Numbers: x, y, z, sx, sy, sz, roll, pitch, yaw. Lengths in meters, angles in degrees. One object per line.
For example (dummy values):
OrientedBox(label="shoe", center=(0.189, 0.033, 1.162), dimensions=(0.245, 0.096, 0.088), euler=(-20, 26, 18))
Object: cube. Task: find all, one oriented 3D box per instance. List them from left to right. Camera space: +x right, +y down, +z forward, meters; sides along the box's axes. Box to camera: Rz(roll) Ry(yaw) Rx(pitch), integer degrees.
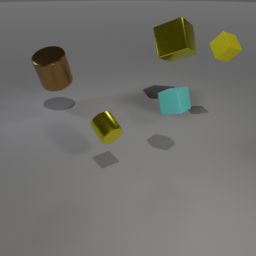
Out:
OrientedBox(label="cube", center=(1.436, -0.838, 8.645), dimensions=(0.700, 0.700, 0.700), euler=(0, 17, 39))
OrientedBox(label="cube", center=(2.136, -3.889, 12.527), dimensions=(1.400, 1.400, 1.400), euler=(-10, -2, 31))
OrientedBox(label="cube", center=(3.551, -2.949, 10.199), dimensions=(0.700, 0.700, 0.700), euler=(2, 63, -33))

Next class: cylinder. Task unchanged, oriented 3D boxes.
OrientedBox(label="cylinder", center=(-3.215, -2.531, 12.007), dimensions=(1.400, 1.400, 1.400), euler=(-4, 49, 4))
OrientedBox(label="cylinder", center=(-0.608, -0.002, 8.026), dimensions=(0.700, 0.700, 0.700), euler=(-19, 60, -32))
